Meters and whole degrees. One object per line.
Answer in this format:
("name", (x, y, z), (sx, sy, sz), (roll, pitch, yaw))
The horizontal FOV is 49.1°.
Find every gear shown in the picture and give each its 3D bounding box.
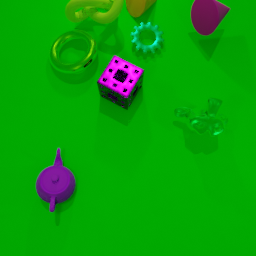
("gear", (0.666, -3.071, 9.641), (1.134, 0.210, 1.134), (1, 81, -4))

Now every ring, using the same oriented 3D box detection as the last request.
("ring", (-1.837, -2.562, 9.358), (1.695, 0.339, 1.695), (-4, 69, 10))

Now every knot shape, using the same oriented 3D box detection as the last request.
("knot shape", (-1.171, -4.075, 9.263), (1.924, 0.950, 2.056), (-25, 41, -9))

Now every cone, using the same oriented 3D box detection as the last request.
("cone", (0.656, -4.558, 10.000), (1.061, 1.057, 1.057), (-21, 73, -34))
("cone", (2.941, -3.802, 9.204), (1.231, 1.227, 1.227), (-23, 74, -23))

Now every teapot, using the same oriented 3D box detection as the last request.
("teapot", (-2.053, 1.488, 7.966), (1.118, 0.881, 1.798), (4, 62, -8))

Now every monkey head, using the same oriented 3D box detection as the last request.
("monkey head", (2.338, -0.393, 8.367), (1.779, 1.072, 1.280), (10, 113, -6))

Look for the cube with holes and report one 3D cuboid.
("cube with holes", (-0.218, -1.395, 8.788), (1.045, 1.045, 1.045), (28, 76, 8))
